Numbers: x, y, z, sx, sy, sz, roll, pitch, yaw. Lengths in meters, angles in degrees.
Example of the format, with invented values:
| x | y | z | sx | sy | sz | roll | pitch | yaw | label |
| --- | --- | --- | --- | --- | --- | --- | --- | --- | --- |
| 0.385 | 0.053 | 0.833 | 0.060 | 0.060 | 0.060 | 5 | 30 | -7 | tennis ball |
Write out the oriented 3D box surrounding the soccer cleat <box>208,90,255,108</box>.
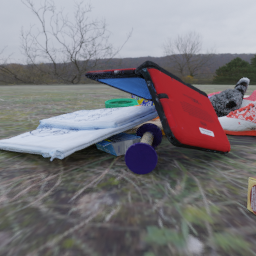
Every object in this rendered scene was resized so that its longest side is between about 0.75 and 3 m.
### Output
| x | y | z | sx | sy | sz | roll | pitch | yaw | label |
| --- | --- | --- | --- | --- | --- | --- | --- | --- | --- |
| 2.894 | -0.789 | 9.350 | 2.849 | 1.043 | 0.972 | 7 | 13 | 32 | soccer cleat |

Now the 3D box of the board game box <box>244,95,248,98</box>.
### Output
| x | y | z | sx | sy | sz | roll | pitch | yaw | label |
| --- | --- | --- | --- | --- | --- | --- | --- | --- | --- |
| 4.523 | -0.829 | 10.578 | 2.174 | 0.665 | 2.870 | 8 | 13 | 35 | board game box |

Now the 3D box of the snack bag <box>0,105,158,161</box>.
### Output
| x | y | z | sx | sy | sz | roll | pitch | yaw | label |
| --- | --- | --- | --- | --- | --- | --- | --- | --- | --- |
| -1.112 | -0.031 | 5.843 | 2.619 | 0.297 | 2.778 | 1 | 17 | 42 | snack bag |

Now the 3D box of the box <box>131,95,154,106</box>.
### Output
| x | y | z | sx | sy | sz | roll | pitch | yaw | label |
| --- | --- | --- | --- | --- | --- | --- | --- | --- | --- |
| 1.023 | -1.003 | 10.911 | 0.973 | 0.893 | 2.777 | 5 | 11 | 22 | box |

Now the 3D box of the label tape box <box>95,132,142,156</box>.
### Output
| x | y | z | sx | sy | sz | roll | pitch | yaw | label |
| --- | --- | --- | --- | --- | --- | --- | --- | --- | --- |
| -0.285 | 0.325 | 5.484 | 0.922 | 0.305 | 0.661 | -12 | 16 | -38 | label tape box |

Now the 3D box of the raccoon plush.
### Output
| x | y | z | sx | sy | sz | roll | pitch | yaw | label |
| --- | --- | --- | --- | --- | --- | --- | --- | --- | --- |
| 2.712 | -0.809 | 8.524 | 1.402 | 1.012 | 2.092 | 14 | 38 | 28 | raccoon plush |

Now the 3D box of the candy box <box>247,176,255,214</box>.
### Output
| x | y | z | sx | sy | sz | roll | pitch | yaw | label |
| --- | --- | --- | --- | --- | --- | --- | --- | --- | --- |
| 1.907 | 0.818 | 2.508 | 0.850 | 0.407 | 1.472 | -4 | 12 | -15 | candy box |

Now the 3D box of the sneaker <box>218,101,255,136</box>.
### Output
| x | y | z | sx | sy | sz | roll | pitch | yaw | label |
| --- | --- | --- | --- | --- | --- | --- | --- | --- | --- |
| 3.105 | -0.420 | 6.898 | 2.276 | 1.220 | 0.760 | 8 | 13 | 35 | sneaker |

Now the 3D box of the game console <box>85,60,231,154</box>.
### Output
| x | y | z | sx | sy | sz | roll | pitch | yaw | label |
| --- | --- | --- | --- | --- | --- | --- | --- | --- | --- |
| 0.594 | -0.253 | 5.079 | 1.330 | 1.931 | 2.240 | -31 | -25 | 31 | game console |

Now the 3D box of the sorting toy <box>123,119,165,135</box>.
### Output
| x | y | z | sx | sy | sz | roll | pitch | yaw | label |
| --- | --- | --- | --- | --- | --- | --- | --- | --- | --- |
| 0.062 | -0.094 | 7.507 | 2.564 | 0.468 | 2.374 | -11 | 14 | -27 | sorting toy |

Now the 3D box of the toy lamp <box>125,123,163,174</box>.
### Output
| x | y | z | sx | sy | sz | roll | pitch | yaw | label |
| --- | --- | --- | --- | --- | --- | --- | --- | --- | --- |
| 0.346 | 0.280 | 5.125 | 0.570 | 0.570 | 1.957 | 2 | 13 | 8 | toy lamp |

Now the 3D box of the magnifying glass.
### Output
| x | y | z | sx | sy | sz | roll | pitch | yaw | label |
| --- | --- | --- | --- | --- | --- | --- | --- | --- | --- |
| 0.120 | -0.585 | 8.196 | 0.985 | 0.277 | 2.474 | -12 | 17 | -27 | magnifying glass |
